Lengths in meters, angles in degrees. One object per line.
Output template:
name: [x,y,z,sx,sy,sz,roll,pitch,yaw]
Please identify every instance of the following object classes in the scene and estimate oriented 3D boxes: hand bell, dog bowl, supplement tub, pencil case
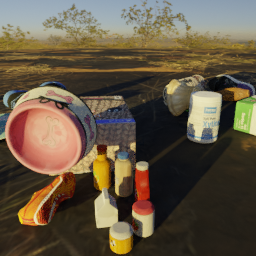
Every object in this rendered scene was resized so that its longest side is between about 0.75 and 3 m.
hand bell: [2.964,-1.188,10.191,2.767,1.441,1.441,0,16,38]
dog bowl: [-1.349,0.106,4.803,1.561,1.561,0.575,3,25,7]
supplement tub: [2.342,-0.338,8.639,0.950,1.440,0.950,0,20,0]
pencil case: [2.660,-1.752,13.181,1.041,1.197,2.675,41,37,20]

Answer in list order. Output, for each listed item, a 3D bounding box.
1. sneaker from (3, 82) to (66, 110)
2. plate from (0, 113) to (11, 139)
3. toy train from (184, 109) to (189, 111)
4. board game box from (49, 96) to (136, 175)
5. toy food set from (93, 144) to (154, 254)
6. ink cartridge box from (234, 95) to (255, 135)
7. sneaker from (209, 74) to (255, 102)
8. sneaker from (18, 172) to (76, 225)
sneaker: [-3.687,-1.258,12.034,1.155,1.039,2.964,26,34,33]
plate: [-4.311,-0.117,9.351,2.230,0.285,2.230,-7,23,3]
toy train: [2.871,-0.811,11.707,1.347,0.281,0.380,6,11,17]
board game box: [-1.011,0.053,7.757,2.102,1.277,2.637,-3,20,-8]
toy food set: [-0.103,1.135,5.238,1.050,0.990,2.200,-3,20,-9]
ink cartridge box: [5.097,-0.297,9.086,1.857,1.052,2.534,-16,25,-37]
sneaker: [4.805,-1.983,13.918,1.203,1.040,2.747,-15,24,-24]
sneaker: [-1.527,1.288,5.496,0.609,0.577,1.580,-4,15,20]
